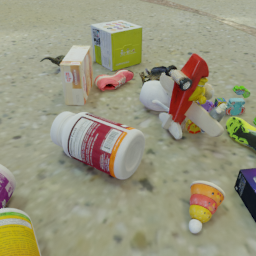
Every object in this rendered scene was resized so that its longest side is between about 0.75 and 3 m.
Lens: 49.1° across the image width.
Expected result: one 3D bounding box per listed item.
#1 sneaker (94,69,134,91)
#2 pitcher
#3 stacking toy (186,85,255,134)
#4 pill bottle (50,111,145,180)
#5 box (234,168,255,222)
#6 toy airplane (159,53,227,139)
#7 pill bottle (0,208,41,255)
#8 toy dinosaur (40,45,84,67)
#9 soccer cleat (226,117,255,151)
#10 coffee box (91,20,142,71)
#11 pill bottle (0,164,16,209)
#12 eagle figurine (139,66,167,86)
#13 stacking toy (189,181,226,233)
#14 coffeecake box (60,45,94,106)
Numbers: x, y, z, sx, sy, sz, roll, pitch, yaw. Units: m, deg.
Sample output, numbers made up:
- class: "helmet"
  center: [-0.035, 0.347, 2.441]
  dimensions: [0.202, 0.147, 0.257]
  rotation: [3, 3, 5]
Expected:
- class: "sneaker"
  center: [-0.464, -1.811, 11.134]
  dimensions: [1.645, 0.606, 0.713]
  rotation: [-17, 50, -16]
- class: "pitcher"
  center: [1.189, -0.916, 9.305]
  dimensions: [1.635, 0.991, 1.402]
  rotation: [20, 29, 12]
- class: "stacking toy"
  center: [3.109, -0.663, 9.319]
  dimensions: [2.838, 0.667, 2.140]
  rotation: [-1, 36, -5]
- class: "pill bottle"
  center: [-0.814, 0.339, 7.178]
  dimensions: [2.268, 1.281, 1.281]
  rotation: [20, 39, 26]
- class: "box"
  center: [3.425, 1.438, 6.141]
  dimensions: [1.670, 0.658, 1.179]
  rotation: [-5, 37, -7]
- class: "toy airplane"
  center: [1.777, -0.789, 8.043]
  dimensions: [1.583, 2.244, 2.234]
  rotation: [-15, 0, -22]
- class: "pill bottle"
  center: [-1.884, 2.335, 4.376]
  dimensions: [1.106, 1.106, 1.991]
  rotation: [-16, 37, -22]
- class: "toy dinosaur"
  center: [-2.692, -2.994, 12.678]
  dimensions: [2.476, 0.953, 1.266]
  rotation: [-20, 27, -17]
- class: "soccer cleat"
  center: [3.605, 0.291, 8.037]
  dimensions: [0.810, 0.626, 1.937]
  rotation: [16, 18, -34]
- class: "coffee box"
  center: [-0.508, -3.855, 12.966]
  dimensions: [1.729, 1.732, 1.713]
  rotation: [-23, 40, -30]
- class: "pill bottle"
  center: [-3.093, 1.628, 5.458]
  dimensions: [1.085, 1.085, 1.933]
  rotation: [4, 35, 6]
- class: "eagle figurine"
  center: [1.140, -1.928, 10.995]
  dimensions: [1.248, 0.941, 0.947]
  rotation: [-5, 11, 12]
- class: "stacking toy"
  center: [1.546, 1.715, 5.865]
  dimensions: [0.772, 0.772, 1.057]
  rotation: [15, 56, 22]
- class: "coffeecake box"
  center: [-1.832, -1.989, 10.376]
  dimensions: [0.736, 1.546, 2.014]
  rotation: [2, 34, 3]
